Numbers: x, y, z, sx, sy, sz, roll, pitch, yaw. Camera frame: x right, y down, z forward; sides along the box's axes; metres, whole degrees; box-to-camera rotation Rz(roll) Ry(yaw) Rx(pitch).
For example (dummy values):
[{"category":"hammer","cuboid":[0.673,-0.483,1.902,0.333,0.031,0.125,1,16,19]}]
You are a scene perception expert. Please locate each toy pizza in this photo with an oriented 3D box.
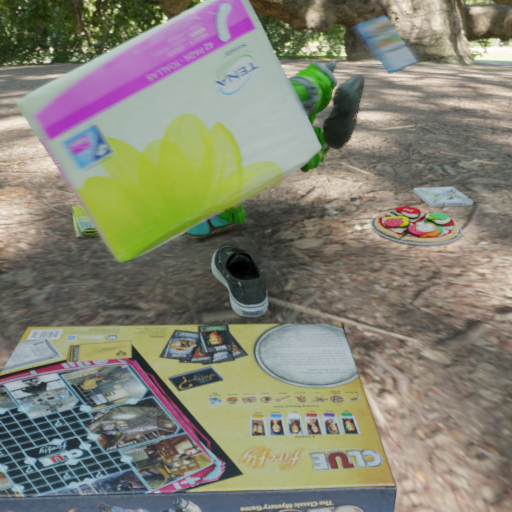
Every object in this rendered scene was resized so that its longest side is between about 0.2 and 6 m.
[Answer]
[{"category":"toy pizza","cuboid":[3.767,-0.769,13.196,2.092,0.332,2.092,0,25,0]}]

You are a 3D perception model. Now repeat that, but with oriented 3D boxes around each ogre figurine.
[{"category":"ogre figurine","cuboid":[0.219,-2.592,12.112,2.320,4.728,2.835,35,56,15]}]

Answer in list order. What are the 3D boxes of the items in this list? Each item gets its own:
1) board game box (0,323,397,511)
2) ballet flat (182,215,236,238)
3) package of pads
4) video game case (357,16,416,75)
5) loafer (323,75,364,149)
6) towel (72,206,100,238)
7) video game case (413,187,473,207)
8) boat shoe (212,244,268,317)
[{"category":"board game box","cuboid":[-0.942,1.958,6.812,4.531,0.784,3.070,0,25,-2]},{"category":"ballet flat","cuboid":[-1.172,-0.696,12.861,1.656,0.585,0.585,-17,30,-36]},{"category":"package of pads","cuboid":[-1.177,-1.906,8.627,3.715,2.870,1.267,-30,15,-3]},{"category":"video game case","cuboid":[3.205,-5.175,13.719,1.017,1.422,0.127,-30,-4,-31]},{"category":"loafer","cuboid":[1.870,-2.934,11.566,0.674,1.877,0.590,38,69,12]},{"category":"towel","cuboid":[-3.171,-1.004,13.764,2.528,0.288,1.815,-9,27,-18]},{"category":"video game case","cuboid":[5.063,-1.619,15.249,1.157,0.140,1.269,-3,25,-6]},{"category":"boat shoe","cuboid":[-0.290,0.255,10.558,0.855,0.705,2.492,-7,26,-14]}]
